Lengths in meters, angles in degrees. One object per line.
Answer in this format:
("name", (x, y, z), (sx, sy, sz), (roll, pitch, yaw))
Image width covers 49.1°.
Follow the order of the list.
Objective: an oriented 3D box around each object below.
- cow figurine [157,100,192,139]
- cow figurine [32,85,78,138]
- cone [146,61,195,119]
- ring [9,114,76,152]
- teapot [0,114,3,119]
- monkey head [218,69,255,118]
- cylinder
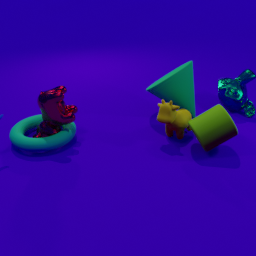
("cow figurine", (1.281, -0.305, 7.521), (0.658, 1.180, 1.199), (13, 33, 41))
("cow figurine", (-2.034, -0.322, 7.298), (1.403, 1.426, 0.783), (-16, 34, 12))
("cone", (1.636, -0.915, 8.482), (1.587, 1.593, 1.587), (-32, 8, 5))
("ring", (-2.282, 0.093, 7.573), (1.732, 0.346, 1.732), (-1, 29, 0))
("teapot", (-3.555, 0.242, 6.481), (1.013, 1.629, 0.798), (45, 9, 30))
("monkey head", (3.519, -1.204, 8.949), (1.264, 1.059, 1.757), (-39, 51, 13))
("cylinder", (2.113, 0.006, 7.011), (0.893, 0.893, 0.893), (-31, 30, 9))
